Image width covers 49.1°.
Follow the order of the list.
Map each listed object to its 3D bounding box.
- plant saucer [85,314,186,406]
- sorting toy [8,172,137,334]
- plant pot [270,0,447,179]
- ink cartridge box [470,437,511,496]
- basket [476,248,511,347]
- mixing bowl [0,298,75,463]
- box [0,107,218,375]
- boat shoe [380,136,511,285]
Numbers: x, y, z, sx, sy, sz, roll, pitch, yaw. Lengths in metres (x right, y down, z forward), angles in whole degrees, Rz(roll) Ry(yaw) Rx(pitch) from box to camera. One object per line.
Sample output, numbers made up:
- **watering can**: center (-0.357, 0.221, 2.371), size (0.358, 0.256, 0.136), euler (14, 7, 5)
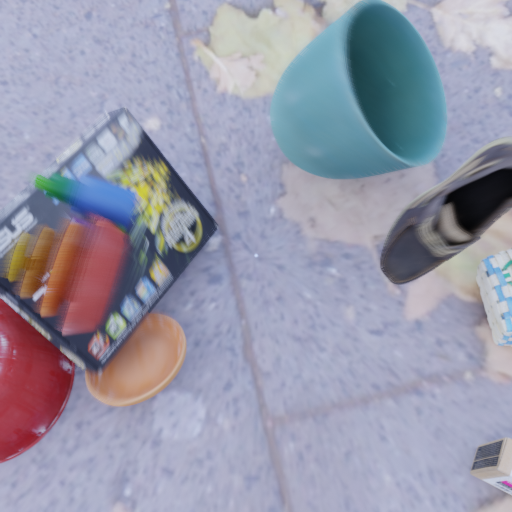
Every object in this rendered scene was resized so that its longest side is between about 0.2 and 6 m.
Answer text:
- **plant saucer**: center (-1.583, 1.404, 7.513), size (1.423, 0.266, 1.423), euler (-12, 42, 11)
- **sorting toy**: center (-1.685, -0.115, 5.087), size (0.866, 2.110, 1.268), euler (17, 95, -15)
- **plant pot**: center (1.301, -2.110, 7.997), size (2.260, 1.814, 2.260), euler (11, 72, -38)
- **ink cartridge box**: center (3.348, 2.700, 6.799), size (1.154, 0.951, 0.433), euler (25, 68, 11)
- **basket**: center (4.064, 0.511, 7.608), size (1.806, 1.256, 1.593), euler (-12, 65, 5)
- **mixing bowl**: center (-3.704, 1.424, 7.208), size (2.369, 1.283, 2.369), euler (0, 65, 0)
- **box**: center (-2.026, -0.216, 7.375), size (0.679, 2.227, 2.763), euler (1, 46, 50)
- **boat shoe**: center (2.310, -0.461, 6.796), size (0.881, 2.364, 0.867), euler (42, 33, 6)
